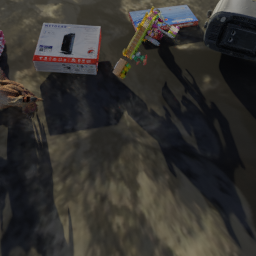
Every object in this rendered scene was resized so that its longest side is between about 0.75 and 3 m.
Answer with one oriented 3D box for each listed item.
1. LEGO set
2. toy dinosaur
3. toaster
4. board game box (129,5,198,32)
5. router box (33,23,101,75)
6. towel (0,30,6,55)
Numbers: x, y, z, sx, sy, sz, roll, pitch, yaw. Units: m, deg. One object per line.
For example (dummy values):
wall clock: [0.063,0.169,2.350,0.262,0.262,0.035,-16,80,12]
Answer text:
LEGO set: [0.677,-2.506,8.234,1.052,1.301,2.827,30,59,-2]
toy dinosaur: [-2.940,-0.858,7.224,1.416,0.897,2.090,-7,37,-17]
toaster: [3.534,-3.085,8.594,2.330,1.324,1.505,17,52,7]
board game box: [1.231,-3.863,9.895,2.212,0.215,1.139,-11,52,-8]
router box: [-1.772,-2.404,8.433,1.808,0.442,1.623,3,59,-2]
towel: [-5.055,-1.929,8.263,2.146,0.439,2.932,0,52,1]
